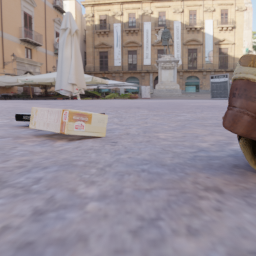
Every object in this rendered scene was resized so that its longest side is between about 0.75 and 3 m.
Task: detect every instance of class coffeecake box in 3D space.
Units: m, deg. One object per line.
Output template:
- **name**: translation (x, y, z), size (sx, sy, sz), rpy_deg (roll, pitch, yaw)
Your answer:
- **coffeecake box**: translation (-1.309, -0.137, 6.141), size (1.383, 0.505, 1.062), rpy_deg (7, 0, 41)

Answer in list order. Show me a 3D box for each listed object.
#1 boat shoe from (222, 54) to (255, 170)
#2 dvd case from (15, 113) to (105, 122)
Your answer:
- **boat shoe**: translation (1.660, 0.069, 3.332), size (0.901, 0.899, 2.499), rpy_deg (25, 0, 34)
- **dvd case**: translation (-1.962, -0.334, 8.508), size (1.657, 0.273, 2.205), rpy_deg (3, 6, 27)
